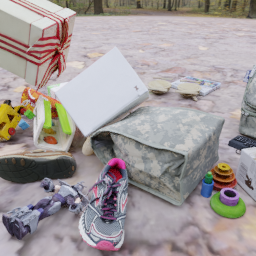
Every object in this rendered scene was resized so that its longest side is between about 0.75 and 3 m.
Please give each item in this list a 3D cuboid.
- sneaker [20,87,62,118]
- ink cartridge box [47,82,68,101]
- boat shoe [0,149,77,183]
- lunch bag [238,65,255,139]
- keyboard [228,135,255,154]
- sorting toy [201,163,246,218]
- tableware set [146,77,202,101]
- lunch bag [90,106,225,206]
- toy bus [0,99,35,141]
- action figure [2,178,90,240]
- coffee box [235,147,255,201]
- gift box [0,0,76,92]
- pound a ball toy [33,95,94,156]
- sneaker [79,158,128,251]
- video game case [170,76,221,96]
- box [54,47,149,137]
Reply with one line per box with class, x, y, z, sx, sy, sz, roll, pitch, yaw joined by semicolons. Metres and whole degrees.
sneaker;-3.649;-0.969;11.704;1.107;1.047;2.869;9;14;-47
ink cartridge box;-2.646;-1.424;12.509;1.279;0.738;1.758;-18;33;-31
boat shoe;-2.569;1.010;7.902;2.198;0.832;0.812;3;21;-12
lunch bag;5.324;-0.761;9.254;2.046;2.463;2.937;-15;29;-31
keyboard;4.386;0.677;8.822;2.313;0.458;1.204;22;35;38
sorting toy;2.387;1.434;7.088;1.002;0.684;1.667;2;28;3
tableware set;2.235;-1.861;13.613;2.588;0.519;1.711;8;31;17
lunch bag;0.758;0.431;7.843;2.977;1.750;2.442;19;33;32
toy bus;-4.280;-0.419;9.682;1.723;0.944;1.826;-39;40;-4
action figure;-1.745;1.747;6.505;1.359;0.724;2.088;14;27;36
coffee box;4.020;1.505;6.518;1.537;1.085;2.719;-7;28;-14
gift box;-3.019;-2.650;8.687;2.237;2.210;2.395;25;44;2
pound a ball toy;-2.256;0.071;9.542;1.829;1.191;2.805;17;20;-26
sneaker;-0.473;1.612;6.268;0.983;0.910;2.438;16;27;-10
video game case;3.512;-2.229;14.628;2.027;0.233;1.847;21;34;37
box;-0.616;-1.008;8.827;2.166;1.513;2.845;-36;-2;5
